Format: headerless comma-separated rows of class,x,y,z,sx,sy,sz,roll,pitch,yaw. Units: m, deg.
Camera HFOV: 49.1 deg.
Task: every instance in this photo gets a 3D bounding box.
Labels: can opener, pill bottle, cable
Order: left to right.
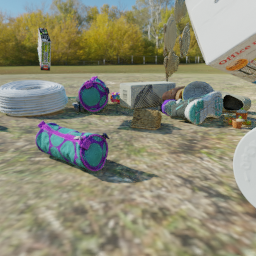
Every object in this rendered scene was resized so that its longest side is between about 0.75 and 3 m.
cable,-3.980,-1.316,11.782,2.841,0.984,2.841,2,21,6
can opener,-2.193,-1.075,12.299,0.418,0.524,1.568,-4,14,-14
pill bottle,2.889,0.344,4.258,2.763,1.514,1.514,-11,18,-40

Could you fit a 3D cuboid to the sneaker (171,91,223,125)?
sneaker,2.579,-0.811,10.344,1.216,1.034,2.665,8,14,43

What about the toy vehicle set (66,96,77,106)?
toy vehicle set,-3.394,-1.337,13.917,2.136,0.283,1.327,-2,14,-8

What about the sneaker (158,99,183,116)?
sneaker,1.556,-0.795,11.141,0.901,0.630,1.812,0,8,28

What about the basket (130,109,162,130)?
basket,0.612,-0.193,9.158,0.901,0.671,0.643,5,-18,21

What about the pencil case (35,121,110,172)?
pencil case,-1.198,0.332,5.837,1.763,0.815,0.750,10,50,42

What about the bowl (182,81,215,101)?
bowl,2.924,-1.202,11.771,1.436,1.436,0.674,-1,-17,-3

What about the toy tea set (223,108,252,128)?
toy tea set,3.712,-0.365,9.375,0.816,0.508,1.373,1,14,4

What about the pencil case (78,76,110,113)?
pencil case,-1.500,-1.589,12.624,1.267,1.376,2.977,-9,13,-4

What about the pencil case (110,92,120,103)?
pencil case,-0.266,-1.462,13.931,1.336,0.590,0.590,13,19,38

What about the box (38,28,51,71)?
box,-2.930,-2.777,9.758,0.312,0.990,1.798,-1,32,-21

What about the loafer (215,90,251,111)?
loafer,3.934,-1.155,11.826,2.353,0.890,0.803,7,8,25

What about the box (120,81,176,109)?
box,0.970,-1.605,13.300,2.736,1.124,0.936,-11,18,-33

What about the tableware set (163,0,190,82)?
tableware set,1.686,-3.123,9.700,0.329,2.369,2.836,11,54,23

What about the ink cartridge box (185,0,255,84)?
ink cartridge box,3.042,-2.433,6.549,2.624,1.898,1.932,6,-27,-40

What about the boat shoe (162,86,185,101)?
boat shoe,2.803,-1.533,13.028,2.927,1.030,1.029,-6,9,-43
